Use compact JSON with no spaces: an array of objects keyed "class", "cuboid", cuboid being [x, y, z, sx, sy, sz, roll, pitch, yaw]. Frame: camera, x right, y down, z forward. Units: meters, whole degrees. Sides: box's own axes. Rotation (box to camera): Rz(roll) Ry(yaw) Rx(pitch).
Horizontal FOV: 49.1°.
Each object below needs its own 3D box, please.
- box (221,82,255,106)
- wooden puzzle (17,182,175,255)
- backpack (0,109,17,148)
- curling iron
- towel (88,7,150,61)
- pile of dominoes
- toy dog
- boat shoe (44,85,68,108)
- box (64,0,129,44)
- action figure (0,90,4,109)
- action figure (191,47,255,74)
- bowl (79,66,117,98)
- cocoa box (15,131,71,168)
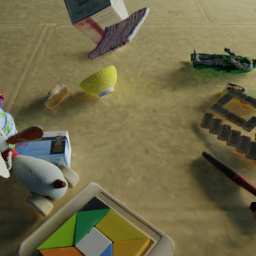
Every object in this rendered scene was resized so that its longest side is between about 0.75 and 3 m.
[{"class":"box","cuboid":[4.293,-1.191,10.313,1.540,0.386,0.580,21,49,19]},{"class":"wooden puzzle","cuboid":[-0.715,2.699,6.313,2.757,0.513,2.550,31,52,27]},{"class":"backpack","cuboid":[-4.456,0.232,8.182,2.266,1.742,1.848,-1,42,-21]},{"class":"curling iron","cuboid":[2.967,1.480,7.663,0.648,0.334,2.614,-23,49,-21]},{"class":"towel","cuboid":[-0.283,-2.376,7.098,1.669,0.250,1.221,-8,48,49]},{"class":"pile of dominoes","cuboid":[3.883,-0.015,9.162,2.163,0.442,2.775,-37,50,-17]},{"class":"toy dog","cuboid":[-2.454,0.914,6.805,2.869,1.382,1.892,26,60,-20]},{"class":"boat shoe","cuboid":[-2.712,-1.180,10.274,0.453,0.483,1.311,14,37,17]},{"class":"box","cuboid":[-0.897,-3.765,8.966,1.319,2.420,1.548,-20,81,15]},{"class":"action figure","cuboid":[-4.691,-1.004,10.076,0.326,0.495,1.000,-6,43,-6]},{"class":"action figure","cuboid":[4.177,-2.794,11.714,2.874,0.786,1.698,5,42,0]},{"class":"bowl","cuboid":[-0.959,-1.565,10.257,1.481,1.481,0.797,-30,93,-26]},{"class":"cocoa box","cuboid":[-2.382,0.733,7.985,1.385,0.924,0.909,-4,45,-4]}]
